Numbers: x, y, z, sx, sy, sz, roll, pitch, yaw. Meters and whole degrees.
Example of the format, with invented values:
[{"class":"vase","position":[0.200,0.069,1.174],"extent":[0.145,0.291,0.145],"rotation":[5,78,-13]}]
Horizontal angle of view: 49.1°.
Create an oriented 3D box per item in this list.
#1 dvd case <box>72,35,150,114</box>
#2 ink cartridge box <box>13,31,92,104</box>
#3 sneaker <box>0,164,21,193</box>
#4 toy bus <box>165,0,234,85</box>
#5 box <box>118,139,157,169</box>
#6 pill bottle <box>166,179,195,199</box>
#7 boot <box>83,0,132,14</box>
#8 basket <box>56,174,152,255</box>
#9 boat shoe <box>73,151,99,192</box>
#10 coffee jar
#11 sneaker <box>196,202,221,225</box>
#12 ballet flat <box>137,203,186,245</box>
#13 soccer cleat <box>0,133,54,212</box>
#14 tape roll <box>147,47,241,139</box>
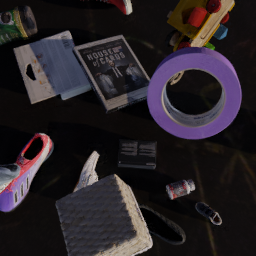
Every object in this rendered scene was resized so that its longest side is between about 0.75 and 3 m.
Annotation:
[{"class":"dvd case","position":[-0.514,-2.174,10.798],"extent":[2.232,0.367,2.970],"rotation":[-23,73,-23]},{"class":"ink cartridge box","position":[-2.962,-2.323,11.038],"extent":[2.321,0.582,2.674],"rotation":[-21,72,-7]},{"class":"sneaker","position":[-4.313,1.808,8.895],"extent":[2.795,1.050,1.133],"rotation":[-20,75,36]},{"class":"toy bus","position":[1.845,-3.067,8.319],"extent":[2.667,2.517,1.378],"rotation":[-39,69,-21]},{"class":"box","position":[0.323,0.938,9.926],"extent":[1.317,0.519,0.929],"rotation":[4,68,1]},{"class":"pill bottle","position":[1.791,2.060,9.543],"extent":[0.890,0.493,0.493],"rotation":[-17,72,-5]},{"class":"boot","position":[-1.147,-5.588,11.998],"extent":[1.976,0.992,2.739],"rotation":[-26,65,-8]},{"class":"basket","position":[-0.568,2.329,6.850],"extent":[1.771,1.424,1.755],"rotation":[-24,60,0]},{"class":"boat shoe","position":[-1.309,1.787,9.570],"extent":[0.687,0.701,1.981],"rotation":[20,81,6]},{"class":"coffee jar","position":[-4.984,-4.094,11.399],"extent":[2.432,1.038,1.268],"rotation":[-16,72,-5]},{"class":"sneaker","position":[2.712,2.833,9.344],"extent":[0.970,0.385,0.381],"rotation":[38,76,14]},{"class":"ballet flat","position":[0.773,3.022,9.110],"extent":[2.392,0.680,0.795],"rotation":[23,72,8]},{"class":"soccer cleat","position":[-3.586,1.439,9.461],"extent":[0.986,1.057,2.889],"rotation":[28,73,9]},{"class":"tape roll","position":[1.695,-0.884,7.328],"extent":[2.310,2.310,0.758],"rotation":[18,31,6]}]
